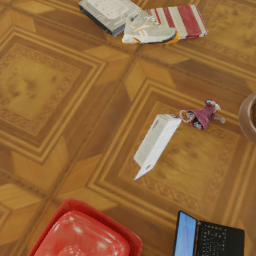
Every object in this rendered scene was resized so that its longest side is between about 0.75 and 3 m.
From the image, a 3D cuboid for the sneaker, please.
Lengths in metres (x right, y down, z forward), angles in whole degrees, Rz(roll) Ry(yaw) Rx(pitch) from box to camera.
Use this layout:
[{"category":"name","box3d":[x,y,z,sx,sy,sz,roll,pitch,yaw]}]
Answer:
[{"category":"sneaker","box3d":[0.510,-2.468,6.861,1.731,0.796,0.655,15,21,41]}]

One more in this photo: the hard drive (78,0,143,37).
[{"category":"hard drive","box3d":[-0.694,-4.648,11.037,1.584,0.429,2.268,-37,65,-13]}]

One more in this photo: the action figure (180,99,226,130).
[{"category":"action figure","box3d":[2.545,-0.465,9.213,1.324,0.986,0.887,-35,113,-29]}]

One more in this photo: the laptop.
[{"category":"laptop","box3d":[2.088,3.250,7.123,2.029,1.048,1.798,11,66,5]}]

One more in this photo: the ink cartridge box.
[{"category":"ink cartridge box","box3d":[0.637,0.385,6.610,0.329,1.493,1.521,34,103,16]}]

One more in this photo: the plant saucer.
[{"category":"plant saucer","box3d":[4.820,-0.340,9.001,2.338,0.403,2.338,-3,67,8]}]

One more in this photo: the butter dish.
[{"category":"butter dish","box3d":[-1.219,3.166,6.672,2.596,1.924,2.603,28,68,12]}]

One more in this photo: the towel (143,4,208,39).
[{"category":"towel","box3d":[1.769,-4.137,11.038,2.362,0.269,1.701,-9,63,-6]}]
